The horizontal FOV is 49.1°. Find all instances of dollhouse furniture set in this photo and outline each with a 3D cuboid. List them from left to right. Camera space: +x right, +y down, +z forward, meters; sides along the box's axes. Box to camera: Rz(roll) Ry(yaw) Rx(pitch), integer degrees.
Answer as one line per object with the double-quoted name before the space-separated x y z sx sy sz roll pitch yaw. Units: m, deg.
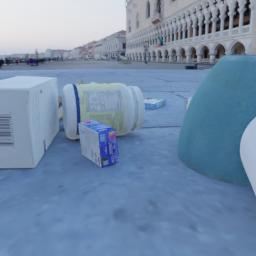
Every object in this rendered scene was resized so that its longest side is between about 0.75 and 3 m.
"dollhouse furniture set" -1.659 -0.350 8.432 1.575 1.088 1.668 -29 30 29

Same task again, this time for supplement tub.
"supplement tub" -0.632 -0.435 6.863 1.819 1.319 1.319 -4 15 -18

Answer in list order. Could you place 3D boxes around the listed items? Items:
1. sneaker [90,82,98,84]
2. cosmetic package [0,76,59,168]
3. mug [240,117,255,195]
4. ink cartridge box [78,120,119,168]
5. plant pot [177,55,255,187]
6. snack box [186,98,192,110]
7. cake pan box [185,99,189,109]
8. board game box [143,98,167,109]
"sneaker" -1.222 -1.751 13.371 1.225 0.746 1.877 -2 24 -1
"cosmetic package" -2.227 -0.288 5.994 1.079 1.501 2.659 0 16 -3
"mug" 2.131 0.417 3.144 1.372 1.713 1.406 41 29 2
"ink cartridge box" -0.533 0.296 5.266 0.384 0.686 1.005 -14 19 -30
"plant pot" 2.439 -0.374 5.286 2.900 1.953 2.900 0 15 0
"snack box" 2.661 -0.332 7.437 2.195 0.267 0.789 11 42 11
"cake pan box" 3.184 -0.875 10.515 1.589 0.416 1.463 -11 20 -37
"board game box" 0.849 -1.015 11.374 1.028 0.249 1.359 8 17 27
